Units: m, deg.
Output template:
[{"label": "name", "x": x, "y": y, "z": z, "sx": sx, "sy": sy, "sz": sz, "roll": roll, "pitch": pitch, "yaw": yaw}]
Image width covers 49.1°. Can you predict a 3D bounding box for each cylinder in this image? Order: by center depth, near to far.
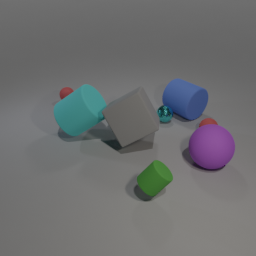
[{"label": "cylinder", "x": 0.713, "y": 1.332, "z": 7.437, "sx": 0.700, "sy": 0.700, "sz": 0.700, "roll": 36, "pitch": 23, "yaw": -18}, {"label": "cylinder", "x": -1.675, "y": -0.622, "z": 10.037, "sx": 1.400, "sy": 1.400, "sz": 1.400, "roll": -30, "pitch": 20, "yaw": 23}, {"label": "cylinder", "x": 2.423, "y": -1.235, "z": 11.901, "sx": 1.400, "sy": 1.400, "sz": 1.400, "roll": -21, "pitch": 38, "yaw": -33}]

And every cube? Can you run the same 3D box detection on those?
[{"label": "cube", "x": 0.150, "y": -0.421, "z": 9.613, "sx": 1.400, "sy": 1.400, "sz": 1.400, "roll": -27, "pitch": 12, "yaw": 14}]

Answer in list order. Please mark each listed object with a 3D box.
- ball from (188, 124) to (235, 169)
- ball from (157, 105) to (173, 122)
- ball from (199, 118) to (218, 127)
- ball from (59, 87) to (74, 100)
[{"label": "ball", "x": 2.614, "y": 0.582, "z": 8.792, "sx": 1.400, "sy": 1.400, "sz": 1.400, "roll": 0, "pitch": 29, "yaw": 0}, {"label": "ball", "x": 1.509, "y": -0.584, "z": 11.498, "sx": 0.700, "sy": 0.700, "sz": 0.700, "roll": 0, "pitch": 29, "yaw": 0}, {"label": "ball", "x": 3.012, "y": -0.022, "z": 10.471, "sx": 0.700, "sy": 0.700, "sz": 0.700, "roll": 0, "pitch": 29, "yaw": 0}, {"label": "ball", "x": -2.839, "y": -1.557, "z": 13.067, "sx": 0.700, "sy": 0.700, "sz": 0.700, "roll": 0, "pitch": 29, "yaw": 0}]
